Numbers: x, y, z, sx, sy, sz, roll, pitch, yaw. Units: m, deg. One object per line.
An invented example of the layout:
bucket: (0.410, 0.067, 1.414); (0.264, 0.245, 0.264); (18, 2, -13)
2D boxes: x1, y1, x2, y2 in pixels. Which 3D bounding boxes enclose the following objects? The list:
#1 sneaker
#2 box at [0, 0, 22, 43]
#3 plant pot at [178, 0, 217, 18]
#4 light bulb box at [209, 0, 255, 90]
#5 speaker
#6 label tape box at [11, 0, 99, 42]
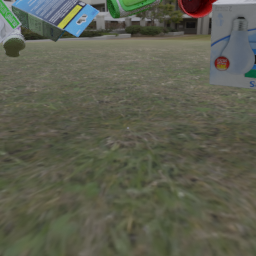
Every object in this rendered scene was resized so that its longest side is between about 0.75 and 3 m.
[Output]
sneaker: (-3.513, -2.845, 8.599); (0.598, 0.941, 1.650); (5, -4, -30)
box: (-3.560, -2.096, 6.469); (1.663, 0.804, 1.467); (-2, 45, 39)
plant pot: (2.080, -4.055, 8.797); (1.159, 1.159, 1.025); (-1, 22, -3)
light bulb box: (2.987, -1.970, 6.446); (1.913, 1.930, 1.204); (13, 37, 32)
speaker: (0.246, -4.261, 9.337); (1.812, 0.801, 0.801); (-25, 28, -14)
label tape box: (-2.078, -3.289, 8.222); (2.043, 0.675, 1.464); (27, 56, -1)
